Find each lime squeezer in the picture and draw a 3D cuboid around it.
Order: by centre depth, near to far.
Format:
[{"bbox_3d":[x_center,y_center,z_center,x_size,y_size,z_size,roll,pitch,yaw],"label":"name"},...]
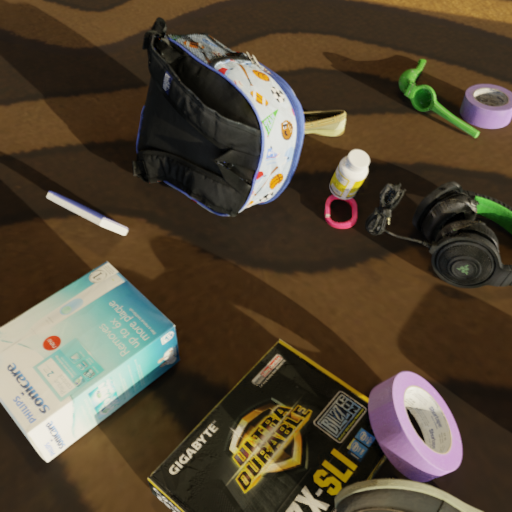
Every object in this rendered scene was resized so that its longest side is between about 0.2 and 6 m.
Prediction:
[{"bbox_3d":[4.169,-3.936,13.701,1.218,0.651,3.450,16,39,-28],"label":"lime squeezer"}]

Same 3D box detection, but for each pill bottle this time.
[{"bbox_3d":[1.814,-1.573,10.782,0.565,1.015,0.565,5,63,-9],"label":"pill bottle"}]

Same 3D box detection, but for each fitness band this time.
[{"bbox_3d":[1.672,-0.890,11.041,0.630,0.164,0.878,5,49,4],"label":"fitness band"}]

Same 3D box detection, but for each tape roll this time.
[{"bbox_3d":[2.115,2.250,7.445,1.359,0.446,1.359,29,39,-27],"label":"tape roll"},{"bbox_3d":[5.488,-3.547,13.261,1.175,0.499,1.175,-1,47,1],"label":"tape roll"}]

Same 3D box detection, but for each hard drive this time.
[{"bbox_3d":[-3.155,-0.796,10.505,1.334,0.880,0.169,26,88,21],"label":"hard drive"}]

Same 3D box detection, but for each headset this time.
[{"bbox_3d":[3.541,-0.553,9.770,3.348,1.573,2.067,3,46,-13],"label":"headset"}]

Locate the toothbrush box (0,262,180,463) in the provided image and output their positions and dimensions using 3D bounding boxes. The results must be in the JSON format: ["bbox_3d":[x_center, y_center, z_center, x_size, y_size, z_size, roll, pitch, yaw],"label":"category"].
[{"bbox_3d":[-2.619,1.466,8.271,2.408,1.027,1.763,-35,58,-27],"label":"toothbrush box"}]

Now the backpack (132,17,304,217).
[{"bbox_3d":[-0.626,-2.342,10.645,2.531,3.285,3.129,-21,53,-36],"label":"backpack"}]

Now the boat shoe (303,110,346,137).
[{"bbox_3d":[1.154,-3.107,12.813,1.758,0.553,0.641,6,48,6],"label":"boat shoe"}]

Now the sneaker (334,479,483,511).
[{"bbox_3d":[1.989,3.374,6.161,2.372,0.887,1.260,20,38,-7],"label":"sneaker"}]

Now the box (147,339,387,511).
[{"bbox_3d":[0.312,2.689,7.411,2.173,0.671,2.721,33,55,25],"label":"box"}]
